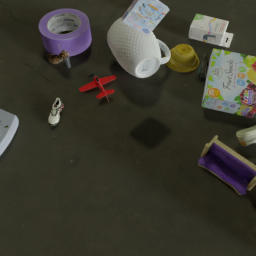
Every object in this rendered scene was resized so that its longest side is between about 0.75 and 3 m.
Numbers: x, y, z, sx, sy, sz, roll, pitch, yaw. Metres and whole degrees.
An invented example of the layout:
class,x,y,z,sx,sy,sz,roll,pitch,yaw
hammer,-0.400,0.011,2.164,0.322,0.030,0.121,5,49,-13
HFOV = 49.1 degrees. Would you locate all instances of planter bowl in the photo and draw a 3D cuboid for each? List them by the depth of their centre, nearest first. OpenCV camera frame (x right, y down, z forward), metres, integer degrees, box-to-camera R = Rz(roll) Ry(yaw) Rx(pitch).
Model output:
class,x,y,z,sx,sy,sz,roll,pitch,yaw
planter bowl,2.241,-2.991,11.428,1.441,0.600,1.441,0,56,0

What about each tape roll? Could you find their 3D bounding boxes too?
class,x,y,z,sx,sy,sz,roll,pitch,yaw
tape roll,-2.660,-4.106,11.996,2.109,0.896,2.109,0,55,0

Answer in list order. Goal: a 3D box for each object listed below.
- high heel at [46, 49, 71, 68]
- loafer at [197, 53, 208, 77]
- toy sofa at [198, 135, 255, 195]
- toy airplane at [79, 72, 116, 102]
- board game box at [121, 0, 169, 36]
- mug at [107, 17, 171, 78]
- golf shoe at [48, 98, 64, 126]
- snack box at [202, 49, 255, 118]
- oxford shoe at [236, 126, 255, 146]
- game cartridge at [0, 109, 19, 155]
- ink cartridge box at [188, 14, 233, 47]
class,x,y,z,sx,sy,sz,roll,pitch,yaw
high heel,-2.856,-2.968,11.237,1.235,0.880,0.441,25,60,16
loafer,3.048,-2.478,11.227,0.360,0.411,1.143,18,67,6
toy sofa,3.106,1.136,8.578,1.788,0.740,0.872,38,63,22
toy airplane,-1.075,-1.588,10.673,1.555,0.286,1.555,-1,57,2
board game box,0.528,-3.503,8.628,1.081,1.078,0.222,17,43,-37
mug,0.599,-3.028,10.878,2.337,1.725,2.049,-7,54,-28
golf shoe,-2.596,-0.574,9.899,0.405,0.462,1.050,6,58,3
snack box,3.893,-1.757,10.540,1.841,0.686,2.589,13,57,8
oxford shoe,4.424,0.211,9.363,1.820,0.684,0.526,-13,97,-18
game cartridge,-4.905,0.431,9.219,1.726,0.530,2.594,19,58,17
ink cartridge box,3.692,-4.271,12.263,1.836,0.618,1.075,19,58,12
